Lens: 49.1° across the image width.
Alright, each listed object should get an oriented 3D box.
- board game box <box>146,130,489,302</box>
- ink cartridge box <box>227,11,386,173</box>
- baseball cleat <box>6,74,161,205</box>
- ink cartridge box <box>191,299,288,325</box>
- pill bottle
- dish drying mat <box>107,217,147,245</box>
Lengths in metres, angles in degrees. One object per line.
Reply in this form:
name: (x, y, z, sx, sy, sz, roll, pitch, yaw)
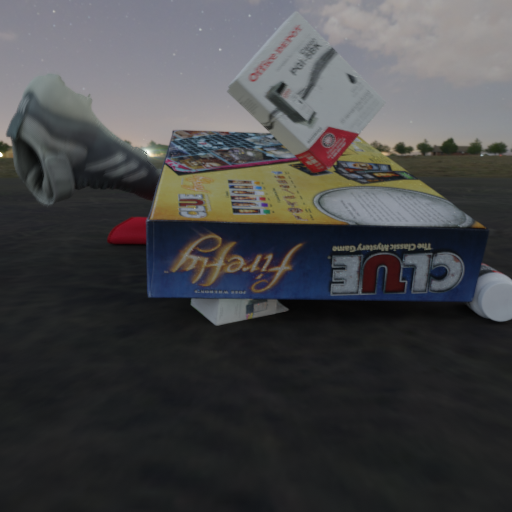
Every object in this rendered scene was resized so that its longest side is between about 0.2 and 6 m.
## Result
board game box: (0.375, -0.815, 7.371, 3.214, 0.821, 4.745, 1, 22, -5)
ink cartridge box: (0.529, -1.734, 6.071, 1.376, 1.010, 0.570, 41, -4, -12)
baseball cleat: (-2.782, -1.426, 9.251, 1.171, 1.787, 3.358, 16, -16, 31)
ink cartridge box: (-0.144, 0.410, 5.823, 0.923, 0.311, 0.540, -7, 23, -35)
pill bottle: (2.392, 0.375, 5.790, 0.481, 0.481, 0.831, 0, 10, 3)
dish drying mat: (-0.843, -0.407, 10.640, 3.653, 0.332, 1.403, 3, 15, 9)
